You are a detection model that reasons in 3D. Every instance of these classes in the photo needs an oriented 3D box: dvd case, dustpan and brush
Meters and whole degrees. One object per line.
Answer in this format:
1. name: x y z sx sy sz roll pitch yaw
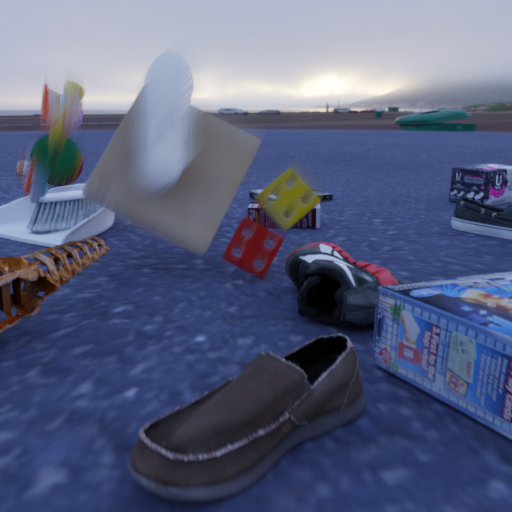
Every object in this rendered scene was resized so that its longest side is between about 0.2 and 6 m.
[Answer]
1. dvd case: 0.831 -1.457 13.559 1.641 0.203 1.233 -8 18 -27
2. dustpan and brush: -3.257 -1.117 10.856 2.388 0.979 3.422 10 18 31

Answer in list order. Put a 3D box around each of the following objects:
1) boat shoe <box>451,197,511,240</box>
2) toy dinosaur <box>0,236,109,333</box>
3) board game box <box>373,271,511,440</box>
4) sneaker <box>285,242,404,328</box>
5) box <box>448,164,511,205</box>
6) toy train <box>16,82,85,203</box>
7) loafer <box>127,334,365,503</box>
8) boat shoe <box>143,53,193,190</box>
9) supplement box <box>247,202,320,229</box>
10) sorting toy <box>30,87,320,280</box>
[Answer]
1. boat shoe: 4.481 -0.639 9.872 2.079 0.589 0.713 12 20 37
2. toy dinosaur: -3.171 0.390 5.259 2.405 1.810 3.543 32 14 38
3. board game box: 2.640 0.838 4.182 2.550 0.786 2.548 -5 17 -18
4. sneaker: 0.747 0.293 6.318 0.947 0.685 1.938 -6 18 -27
5. box: 5.415 -1.701 13.210 1.480 0.849 0.978 -11 19 -35
6. toy train: -3.098 -1.805 8.263 0.566 1.529 2.036 25 27 -28
7. loafer: -0.010 0.975 3.856 1.950 0.692 0.712 -14 21 -42
8. boat shoe: -1.154 -1.715 7.246 0.645 1.790 0.613 -1 -14 -19
9. supplement box: 0.539 -0.798 10.778 1.367 0.416 0.744 0 15 4
10. sorting toy: -1.024 -1.084 7.770 3.718 1.793 0.629 26 -14 -1
